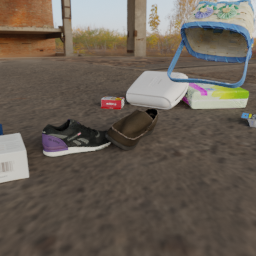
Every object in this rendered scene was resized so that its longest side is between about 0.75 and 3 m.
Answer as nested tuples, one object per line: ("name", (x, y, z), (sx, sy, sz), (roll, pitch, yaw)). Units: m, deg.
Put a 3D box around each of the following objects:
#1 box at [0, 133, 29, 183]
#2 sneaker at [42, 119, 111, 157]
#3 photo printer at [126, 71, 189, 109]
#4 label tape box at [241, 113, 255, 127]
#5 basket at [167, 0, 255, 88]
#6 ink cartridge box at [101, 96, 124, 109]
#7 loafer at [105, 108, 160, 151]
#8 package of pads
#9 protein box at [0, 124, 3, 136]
("box", (-3.130, 0.730, 6.998), (1.051, 0.734, 1.381), (-8, 20, -24))
("sneaker", (-1.416, 0.185, 8.303), (2.191, 0.959, 0.830), (-10, 21, -28))
("photo printer", (1.517, -1.873, 13.588), (2.613, 0.907, 2.174), (12, 48, 34))
("label tape box", (4.913, -0.278, 10.721), (1.064, 0.337, 0.767), (9, 20, 25))
("basket", (2.806, -2.723, 9.266), (2.524, 2.862, 1.991), (12, -11, 32))
("ink cartridge box", (-0.750, -1.204, 13.417), (1.002, 0.420, 0.880), (3, 19, 8))
("loafer", (0.206, -0.149, 8.851), (0.988, 0.965, 2.706), (34, 27, 13))
("package of pads", (4.142, -1.621, 13.872), (2.761, 0.942, 2.133), (-1, 20, -6))
("protein box", (-4.390, 0.378, 8.004), (1.151, 0.777, 1.143), (2, 18, 6))
